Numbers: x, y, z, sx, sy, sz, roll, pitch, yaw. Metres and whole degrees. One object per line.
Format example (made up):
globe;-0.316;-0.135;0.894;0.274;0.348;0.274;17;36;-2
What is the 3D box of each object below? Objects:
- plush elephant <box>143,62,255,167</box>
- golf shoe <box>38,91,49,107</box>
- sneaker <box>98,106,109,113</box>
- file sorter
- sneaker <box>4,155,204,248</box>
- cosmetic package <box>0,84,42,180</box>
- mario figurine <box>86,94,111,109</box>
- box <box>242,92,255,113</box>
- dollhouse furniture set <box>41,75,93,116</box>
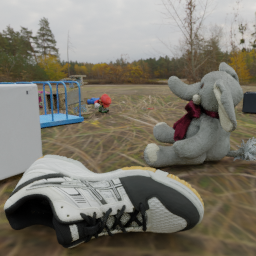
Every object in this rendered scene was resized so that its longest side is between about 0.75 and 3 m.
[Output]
plush elephant;1.661;-0.355;6.247;2.671;2.068;2.200;3;18;19
golf shoe;-5.599;-1.707;16.740;2.672;1.006;1.223;-3;8;-19
sneaker;-1.283;-0.978;14.596;0.782;0.333;0.305;11;16;42
file sorter;-3.480;-0.999;11.168;2.754;1.690;1.911;-11;15;-44
sneaker;-0.353;1.057;3.439;2.448;0.926;1.073;3;30;19
cosmetic package;-3.764;0.086;5.310;2.924;1.798;2.915;8;13;34
mario figurine;-1.420;-1.200;14.091;1.495;0.923;0.792;2;-32;43
box;7.382;-1.301;14.361;2.675;1.055;1.888;6;9;26
dollhouse furniture set;-2.829;-1.336;12.757;2.006;1.758;1.332;-9;1;44
